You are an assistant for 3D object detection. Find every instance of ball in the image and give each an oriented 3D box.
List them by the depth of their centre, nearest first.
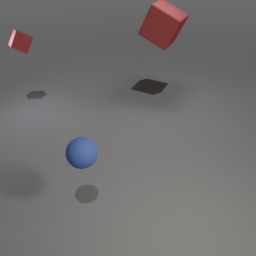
[{"bbox_3d":[-1.002,0.540,6.097,0.700,0.700,0.700,0,31,0],"label":"ball"}]

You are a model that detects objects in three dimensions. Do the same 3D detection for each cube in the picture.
[{"bbox_3d":[-4.422,-3.570,11.531,0.700,0.700,0.700,16,14,-35],"label":"cube"},{"bbox_3d":[1.529,-4.461,12.060,1.400,1.400,1.400,34,40,4],"label":"cube"}]
